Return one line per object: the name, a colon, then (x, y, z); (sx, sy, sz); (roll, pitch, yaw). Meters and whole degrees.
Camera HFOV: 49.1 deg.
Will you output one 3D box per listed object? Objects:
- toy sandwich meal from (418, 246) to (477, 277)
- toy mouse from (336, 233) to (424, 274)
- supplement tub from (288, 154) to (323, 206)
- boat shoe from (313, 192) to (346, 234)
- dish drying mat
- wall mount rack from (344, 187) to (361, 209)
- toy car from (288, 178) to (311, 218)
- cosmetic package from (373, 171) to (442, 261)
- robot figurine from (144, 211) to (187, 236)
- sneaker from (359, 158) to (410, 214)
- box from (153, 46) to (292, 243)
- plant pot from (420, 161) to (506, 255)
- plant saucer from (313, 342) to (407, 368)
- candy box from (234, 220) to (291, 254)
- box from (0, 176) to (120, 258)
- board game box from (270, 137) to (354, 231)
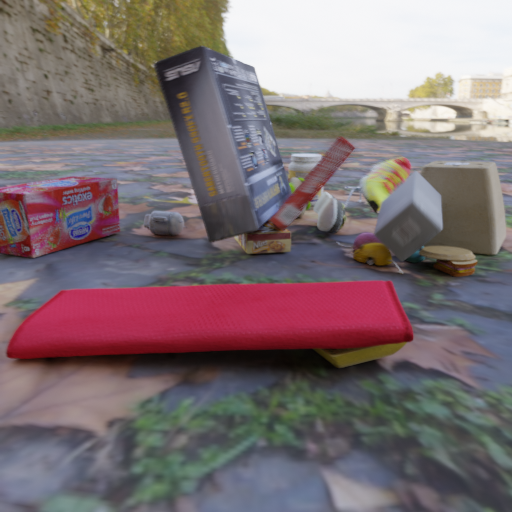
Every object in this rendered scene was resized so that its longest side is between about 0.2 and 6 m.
toy sandwich meal: (3.365, 0.081, 9.834); (1.049, 0.359, 1.049); (1, 11, 0)
toy mouse: (2.546, -0.194, 10.729); (1.741, 0.379, 1.959); (-12, 19, -37)
supplement tub: (1.435, -2.205, 16.222); (1.029, 1.416, 1.029); (0, 15, 0)
boat shoe: (1.776, -0.947, 12.915); (0.598, 0.715, 2.002); (30, 18, -11)
dish drying mat: (-0.517, 0.748, 6.703); (4.414, 0.402, 1.695); (-2, 14, 6)
wall mount rack: (3.169, -1.632, 15.875); (1.554, 0.579, 1.350); (8, 14, 28)
toy car: (0.587, -1.430, 14.447); (1.295, 1.022, 1.064); (-7, 12, 28)
cosmetic package: (2.784, -0.764, 10.191); (0.809, 0.958, 1.793); (44, 31, -2)
robot figurine: (-2.006, -0.720, 12.417); (0.931, 0.526, 0.790); (4, -8, 14)
sneaker: (3.344, -1.916, 14.191); (1.016, 0.880, 2.251); (-24, 22, 37)
box: (-0.427, -2.279, 11.282); (0.976, 3.199, 4.039); (-14, 11, 16)
plant pot: (4.177, -1.101, 11.622); (1.853, 1.641, 1.851); (8, 17, 28)
plant saucer: (1.084, 0.989, 6.479); (1.012, 0.245, 1.011); (-9, 13, -19)
candy box: (0.099, -0.412, 11.425); (0.881, 0.422, 1.527); (-4, 14, -11)
box: (-4.106, -0.890, 11.621); (1.208, 1.262, 2.531); (8, 17, 27)
board game box: (1.084, -1.351, 11.154); (0.350, 1.854, 3.602); (41, 7, 0)
